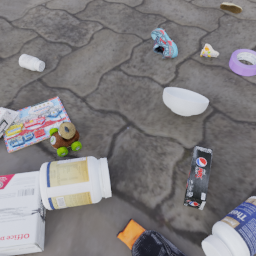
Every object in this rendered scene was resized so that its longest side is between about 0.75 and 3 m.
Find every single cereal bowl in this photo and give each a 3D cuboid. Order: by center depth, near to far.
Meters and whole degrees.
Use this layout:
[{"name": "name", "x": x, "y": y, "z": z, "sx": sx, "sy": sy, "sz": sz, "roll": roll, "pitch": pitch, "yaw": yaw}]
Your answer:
[{"name": "cereal bowl", "x": 2.163, "y": -0.961, "z": 10.857, "sx": 1.765, "sy": 0.735, "sz": 1.765, "roll": 12, "pitch": 23, "yaw": -5}]

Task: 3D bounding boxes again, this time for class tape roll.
[{"name": "tape roll", "x": 5.387, "y": -3.001, "z": 12.797, "sx": 1.389, "sy": 0.456, "sz": 1.389, "roll": 0, "pitch": 52, "yaw": 1}]

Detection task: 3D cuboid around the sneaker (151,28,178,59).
[{"name": "sneaker", "x": 1.540, "y": -4.052, "z": 13.403, "sx": 0.950, "sy": 0.788, "sz": 1.988, "roll": -24, "pitch": 56, "yaw": -15}]

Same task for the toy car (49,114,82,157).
[{"name": "toy car", "x": -2.237, "y": 0.151, "z": 9.747, "sx": 1.046, "sy": 1.326, "sz": 1.089, "roll": -22, "pitch": 62, "yaw": -17}]

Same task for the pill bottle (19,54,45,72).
[{"name": "pill bottle", "x": -4.319, "y": -2.915, "z": 12.646, "sx": 1.036, "sy": 0.592, "sz": 0.592, "roll": 20, "pitch": 55, "yaw": 14}]

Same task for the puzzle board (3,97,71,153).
[{"name": "puzzle board", "x": -3.591, "y": -0.226, "z": 10.823, "sx": 2.469, "sy": 0.215, "sz": 1.861, "roll": -22, "pitch": 56, "yaw": -16}]

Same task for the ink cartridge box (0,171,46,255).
[{"name": "ink cartridge box", "x": -3.327, "y": 2.523, "z": 8.253, "sx": 1.604, "sy": 0.921, "sz": 2.208, "roll": -6, "pitch": 53, "yaw": -4}]

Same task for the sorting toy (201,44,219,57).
[{"name": "sorting toy", "x": 3.843, "y": -3.503, "z": 13.078, "sx": 0.748, "sy": 0.831, "sz": 0.444, "roll": 19, "pitch": 90, "yaw": 5}]

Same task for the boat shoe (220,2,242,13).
[{"name": "boat shoe", "x": 5.839, "y": -6.798, "z": 15.734, "sx": 1.246, "sy": 0.449, "sz": 0.405, "roll": 25, "pitch": 58, "yaw": 25}]

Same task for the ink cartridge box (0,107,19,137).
[{"name": "ink cartridge box", "x": -5.061, "y": -0.186, "z": 10.376, "sx": 1.058, "sy": 0.619, "sz": 1.825, "roll": 14, "pitch": 57, "yaw": 21}]

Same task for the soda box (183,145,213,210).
[{"name": "soda box", "x": 2.299, "y": 1.578, "z": 9.124, "sx": 0.622, "sy": 0.695, "sz": 1.965, "roll": 12, "pitch": 54, "yaw": 12}]

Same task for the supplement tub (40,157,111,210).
[{"name": "supplement tub", "x": -1.562, "y": 1.650, "z": 8.597, "sx": 1.989, "sy": 1.436, "sz": 1.436, "roll": -7, "pitch": 53, "yaw": -6}]

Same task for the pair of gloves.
[{"name": "pair of gloves", "x": 0.314, "y": 4.143, "z": 7.390, "sx": 2.593, "sy": 0.360, "sz": 2.910, "roll": 29, "pitch": 55, "yaw": 22}]

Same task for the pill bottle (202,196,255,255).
[{"name": "pill bottle", "x": 3.131, "y": 2.927, "z": 7.785, "sx": 2.115, "sy": 1.173, "sz": 1.173, "roll": -28, "pitch": 57, "yaw": -20}]
